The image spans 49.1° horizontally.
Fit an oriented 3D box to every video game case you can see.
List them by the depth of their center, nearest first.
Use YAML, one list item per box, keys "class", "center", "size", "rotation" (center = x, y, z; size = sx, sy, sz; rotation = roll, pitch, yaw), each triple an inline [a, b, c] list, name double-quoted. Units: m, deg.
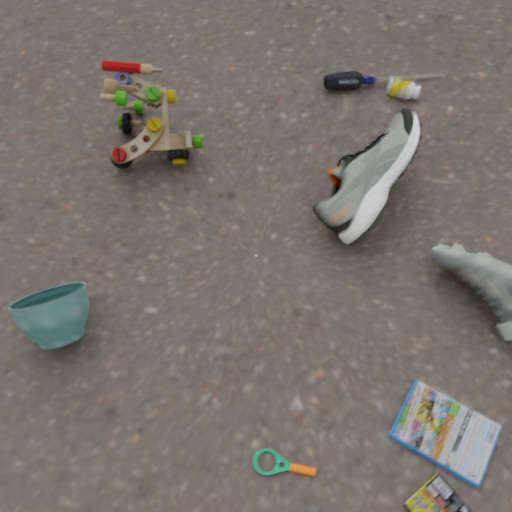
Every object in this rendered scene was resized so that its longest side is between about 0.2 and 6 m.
- class: "video game case"
  center: [2.937, 4.090, 8.950]
  size: [0.790, 0.111, 0.874]
  rotation: [-33, 66, -18]
- class: "video game case"
  center: [3.227, 3.002, 9.562]
  size: [1.593, 0.142, 1.140]
  rotation: [28, 64, 15]

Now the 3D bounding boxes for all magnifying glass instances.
- class: "magnifying glass"
  center: [0.464, 3.486, 9.300]
  size: [1.047, 0.117, 0.417]
  rotation: [11, 60, 5]

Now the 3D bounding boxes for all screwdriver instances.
- class: "screwdriver"
  center: [3.156, -4.274, 13.699]
  size: [3.104, 0.433, 0.452]
  rotation: [-1, 82, -7]

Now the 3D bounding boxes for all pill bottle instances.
- class: "pill bottle"
  center: [3.542, -3.989, 13.432]
  size: [0.709, 0.397, 0.397]
  rotation: [16, 61, 13]

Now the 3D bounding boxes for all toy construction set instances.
- class: "toy construction set"
  center: [-2.091, -3.021, 11.823]
  size: [1.967, 2.560, 2.135]
  rotation: [3, 68, -4]

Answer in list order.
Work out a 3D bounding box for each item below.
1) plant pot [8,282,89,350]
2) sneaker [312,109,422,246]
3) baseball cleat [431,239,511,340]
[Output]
- class: "plant pot"
  center: [-3.609, 1.121, 10.059]
  size: [1.351, 1.351, 0.905]
  rotation: [-16, 103, -9]
- class: "sneaker"
  center: [2.307, -1.813, 11.386]
  size: [1.278, 1.191, 3.223]
  rotation: [33, 74, -2]
- class: "baseball cleat"
  center: [4.421, 0.727, 10.328]
  size: [2.765, 1.472, 0.964]
  rotation: [23, 16, 34]
